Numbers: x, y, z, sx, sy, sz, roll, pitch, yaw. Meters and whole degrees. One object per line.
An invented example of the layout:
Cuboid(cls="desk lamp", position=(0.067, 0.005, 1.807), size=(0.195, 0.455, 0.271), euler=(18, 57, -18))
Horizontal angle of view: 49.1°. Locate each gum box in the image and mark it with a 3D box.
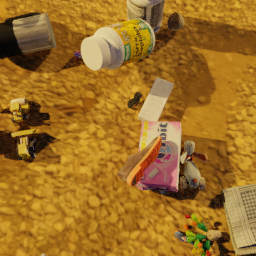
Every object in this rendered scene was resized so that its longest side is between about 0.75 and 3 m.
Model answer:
Cuboid(cls="gum box", position=(1.179, 1.096, 10.544), size=(1.487, 0.867, 2.621), euler=(2, 67, 14))

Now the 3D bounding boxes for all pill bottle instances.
Cuboid(cls="pill bottle", position=(-0.386, -3.302, 11.215), size=(2.919, 1.646, 1.646), euler=(-31, 73, -39))
Cuboid(cls="pill bottle", position=(0.755, -5.361, 11.773), size=(1.618, 2.844, 1.618), euler=(0, 73, 0))

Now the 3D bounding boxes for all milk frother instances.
Cuboid(cls="milk frother", position=(-4.593, -4.488, 11.673), size=(2.433, 2.587, 2.334), euler=(-14, 70, -5))

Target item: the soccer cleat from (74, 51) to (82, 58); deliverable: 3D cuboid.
Cuboid(cls="soccer cleat", position=(-1.888, -3.323, 12.438), size=(1.024, 0.392, 0.342), euler=(2, 73, 0))

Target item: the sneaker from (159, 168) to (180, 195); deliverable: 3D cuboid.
Cuboid(cls="sneaker", position=(1.535, 1.943, 10.772), size=(0.520, 0.467, 1.204), euler=(36, 75, 14))

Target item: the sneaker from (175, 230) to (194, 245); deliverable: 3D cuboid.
Cuboid(cls="sneaker", position=(2.045, 4.055, 10.230), size=(0.778, 0.293, 0.305), euler=(28, 83, 17))

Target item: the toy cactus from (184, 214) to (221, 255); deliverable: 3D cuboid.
Cuboid(cls="toy cactus", position=(2.735, 3.852, 10.054), size=(1.314, 0.814, 1.592), euler=(-3, 54, -16))

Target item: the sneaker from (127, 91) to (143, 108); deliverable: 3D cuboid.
Cuboid(cls="sneaker", position=(0.308, -1.135, 11.735), size=(0.831, 0.377, 0.316), euler=(-46, 52, 16))

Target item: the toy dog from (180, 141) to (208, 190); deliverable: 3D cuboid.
Cuboid(cls="toy dog", position=(2.403, 1.445, 10.650), size=(1.318, 0.962, 1.998), euler=(-21, 74, -7))

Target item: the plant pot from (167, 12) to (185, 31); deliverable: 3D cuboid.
Cuboid(cls="plant pot", position=(2.257, -4.790, 12.769), size=(0.545, 0.812, 0.812), euler=(5, 69, -35))

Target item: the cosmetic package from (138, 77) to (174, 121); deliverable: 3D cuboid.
Cuboid(cls="cosmetic package", position=(1.164, -1.095, 11.688), size=(0.804, 0.493, 1.947), euler=(24, 74, 7))

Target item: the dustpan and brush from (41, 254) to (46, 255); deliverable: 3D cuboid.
Cuboid(cls="dustpan and brush", position=(-2.471, 5.312, 9.639), size=(1.462, 0.599, 2.094), euler=(-27, 75, -8))

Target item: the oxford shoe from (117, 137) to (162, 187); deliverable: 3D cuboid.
Cuboid(cls="oxford shoe", position=(0.439, 1.000, 9.733), size=(0.772, 0.755, 2.118), euler=(25, 57, 30))

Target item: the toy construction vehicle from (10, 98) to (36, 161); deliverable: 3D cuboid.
Cuboid(cls="toy construction vehicle", position=(-4.905, -0.012, 11.120), size=(2.302, 0.931, 2.644), euler=(-6, 73, -2))

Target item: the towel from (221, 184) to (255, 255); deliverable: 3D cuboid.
Cuboid(cls="towel", position=(4.850, 3.314, 10.358), size=(2.359, 0.423, 2.450), euler=(-8, 74, -3))
